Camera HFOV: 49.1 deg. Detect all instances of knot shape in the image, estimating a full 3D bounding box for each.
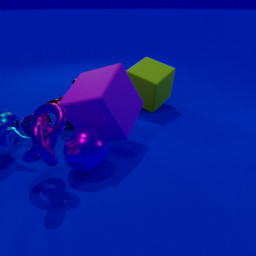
[{"bbox_3d":[-1.642,0.239,5.529,0.633,1.370,1.282,14,17,-21],"label":"knot shape"}]

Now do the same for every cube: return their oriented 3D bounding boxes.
[{"bbox_3d":[-0.641,-0.597,7.129,1.357,1.357,1.357,-6,42,33],"label":"cube"},{"bbox_3d":[0.754,-1.533,9.831,1.234,1.234,1.234,29,50,24],"label":"cube"}]

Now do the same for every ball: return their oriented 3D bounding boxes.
[{"bbox_3d":[-0.950,0.527,6.318,1.001,1.001,1.001,0,25,0],"label":"ball"},{"bbox_3d":[-3.364,-0.039,7.657,0.846,0.846,0.846,0,25,0],"label":"ball"}]

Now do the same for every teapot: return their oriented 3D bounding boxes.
[{"bbox_3d":[-3.174,0.415,6.543,1.841,1.145,0.901,-25,64,-6],"label":"teapot"},{"bbox_3d":[-2.347,-0.043,7.270,0.778,0.612,1.251,-18,-4,-29],"label":"teapot"}]

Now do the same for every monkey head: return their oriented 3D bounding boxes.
[{"bbox_3d":[-1.604,-0.725,8.485,1.828,1.315,1.101,13,-20,-13],"label":"monkey head"}]
